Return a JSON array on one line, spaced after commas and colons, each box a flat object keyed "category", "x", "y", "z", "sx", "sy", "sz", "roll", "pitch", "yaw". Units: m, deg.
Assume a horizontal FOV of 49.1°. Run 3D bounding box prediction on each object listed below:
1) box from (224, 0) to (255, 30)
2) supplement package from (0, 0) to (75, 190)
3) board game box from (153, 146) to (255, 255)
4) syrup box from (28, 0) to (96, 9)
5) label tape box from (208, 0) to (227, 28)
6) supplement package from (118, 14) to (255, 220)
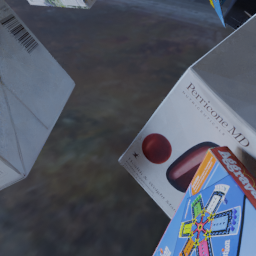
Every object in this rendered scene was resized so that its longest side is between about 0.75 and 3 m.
[{"category": "box", "x": 3.636, "y": -3.209, "z": 6.661, "sx": 1.651, "sy": 2.231, "sz": 1.164, "roll": 33, "pitch": 58, "yaw": -2}, {"category": "supplement package", "x": -2.710, "y": -0.241, "z": 3.759, "sx": 2.900, "sy": 2.201, "sz": 2.185, "roll": -28, "pitch": 28, "yaw": 23}, {"category": "board game box", "x": 0.707, "y": 1.390, "z": 2.559, "sx": 0.225, "sy": 2.309, "sz": 1.188, "roll": -7, "pitch": 44, "yaw": -23}, {"category": "syrup box", "x": -1.883, "y": -3.935, "z": 7.435, "sx": 2.485, "sy": 0.978, "sz": 1.012, "roll": 20, "pitch": 72, "yaw": 32}, {"category": "label tape box", "x": 1.705, "y": -3.874, "z": 5.992, "sx": 0.885, "sy": 2.016, "sz": 2.795, "roll": -29, "pitch": 61, "yaw": 16}, {"category": "supplement package", "x": 1.461, "y": 0.339, "z": 3.479, "sx": 2.260, "sy": 2.363, "sz": 1.738, "roll": 46, "pitch": 60, "yaw": 9}]
